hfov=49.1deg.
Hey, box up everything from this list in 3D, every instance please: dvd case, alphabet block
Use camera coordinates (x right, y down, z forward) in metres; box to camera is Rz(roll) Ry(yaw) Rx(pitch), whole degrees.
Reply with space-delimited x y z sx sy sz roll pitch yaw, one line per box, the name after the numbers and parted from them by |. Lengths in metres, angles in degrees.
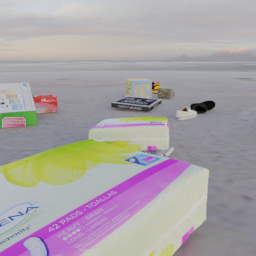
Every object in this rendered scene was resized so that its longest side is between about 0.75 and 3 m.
0.454 -1.140 12.928 1.756 0.289 2.337 8 15 17 | dvd case
0.576 -2.105 15.272 1.127 1.121 1.148 -3 15 -18 | alphabet block

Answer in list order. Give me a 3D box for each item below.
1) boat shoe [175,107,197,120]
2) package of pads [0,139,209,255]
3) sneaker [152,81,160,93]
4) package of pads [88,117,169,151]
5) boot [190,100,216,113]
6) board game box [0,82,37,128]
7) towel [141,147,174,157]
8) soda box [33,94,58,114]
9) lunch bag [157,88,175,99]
2.232 -0.606 10.681 1.243 0.434 0.441 -13 19 -42 | boat shoe
-0.665 0.985 3.275 2.214 0.977 2.866 11 18 36 | package of pads
1.407 -2.724 18.275 0.633 0.814 1.809 -13 19 -41 | sneaker
0.085 0.126 7.059 1.889 0.644 1.459 -1 11 9 | package of pads
3.212 -0.878 11.728 1.122 0.422 0.839 -11 8 0 | boot
-4.764 -0.794 9.595 2.900 0.585 2.219 -6 36 -22 | board game box
0.624 0.533 6.851 0.895 0.107 0.657 6 16 26 | towel
-3.941 -0.946 11.439 2.045 0.716 0.648 -7 16 -27 | soda box
2.140 -1.960 15.734 0.832 0.580 0.698 7 17 24 | lunch bag
